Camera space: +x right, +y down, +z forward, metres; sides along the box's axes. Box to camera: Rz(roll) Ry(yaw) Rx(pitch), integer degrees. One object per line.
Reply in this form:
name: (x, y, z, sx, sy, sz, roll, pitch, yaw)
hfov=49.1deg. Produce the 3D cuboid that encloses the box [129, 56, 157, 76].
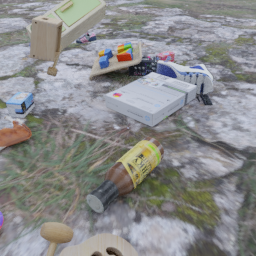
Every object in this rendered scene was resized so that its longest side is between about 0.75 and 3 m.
box: (0.661, -2.772, 12.478, 1.252, 0.664, 0.766, 0, 33, 2)

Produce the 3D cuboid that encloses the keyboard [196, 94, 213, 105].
keyboard: (2.823, -1.062, 10.422, 0.503, 0.082, 0.792, -1, 33, -1)

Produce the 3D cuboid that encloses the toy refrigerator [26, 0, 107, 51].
toy refrigerator: (-2.060, -3.677, 9.662, 2.666, 0.933, 1.012, -42, 87, -13)

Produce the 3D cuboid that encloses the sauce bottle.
sauce bottle: (-0.003, 1.064, 6.589, 0.768, 0.768, 2.374, 21, 40, 28)

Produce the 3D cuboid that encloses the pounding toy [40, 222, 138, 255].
pounding toy: (-0.630, 2.613, 4.369, 1.373, 1.377, 2.401, 14, 34, -32)

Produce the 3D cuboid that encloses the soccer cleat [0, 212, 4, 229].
soccer cleat: (-3.470, 2.066, 4.862, 2.508, 0.959, 0.836, -25, 41, -32)

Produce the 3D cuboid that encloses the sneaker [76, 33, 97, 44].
sneaker: (-1.409, -3.006, 9.368, 0.831, 0.341, 0.292, 5, 28, 26)

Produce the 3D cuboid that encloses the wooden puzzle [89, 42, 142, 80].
wooden puzzle: (-0.580, -3.130, 12.368, 2.437, 0.564, 2.257, -18, 31, 12)

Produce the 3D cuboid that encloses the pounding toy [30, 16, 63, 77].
pounding toy: (-2.456, -2.407, 8.399, 0.775, 1.693, 1.487, 9, 26, -8)

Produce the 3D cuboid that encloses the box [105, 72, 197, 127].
box: (0.880, -1.148, 10.115, 2.113, 0.558, 2.710, 25, 40, 33)

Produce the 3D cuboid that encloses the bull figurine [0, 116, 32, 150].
bull figurine: (-3.623, 0.238, 7.935, 1.636, 0.533, 0.993, -18, 60, -33)

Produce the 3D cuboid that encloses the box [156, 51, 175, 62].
box: (1.801, -3.383, 13.589, 0.934, 0.466, 0.446, -24, 40, -33)

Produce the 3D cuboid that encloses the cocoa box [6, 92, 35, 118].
cocoa box: (-3.666, -0.804, 9.591, 0.560, 0.551, 0.840, 5, 34, 8)

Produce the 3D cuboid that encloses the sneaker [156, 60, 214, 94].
sneaker: (2.406, -2.112, 11.368, 2.391, 0.966, 1.381, 21, 33, 22)
